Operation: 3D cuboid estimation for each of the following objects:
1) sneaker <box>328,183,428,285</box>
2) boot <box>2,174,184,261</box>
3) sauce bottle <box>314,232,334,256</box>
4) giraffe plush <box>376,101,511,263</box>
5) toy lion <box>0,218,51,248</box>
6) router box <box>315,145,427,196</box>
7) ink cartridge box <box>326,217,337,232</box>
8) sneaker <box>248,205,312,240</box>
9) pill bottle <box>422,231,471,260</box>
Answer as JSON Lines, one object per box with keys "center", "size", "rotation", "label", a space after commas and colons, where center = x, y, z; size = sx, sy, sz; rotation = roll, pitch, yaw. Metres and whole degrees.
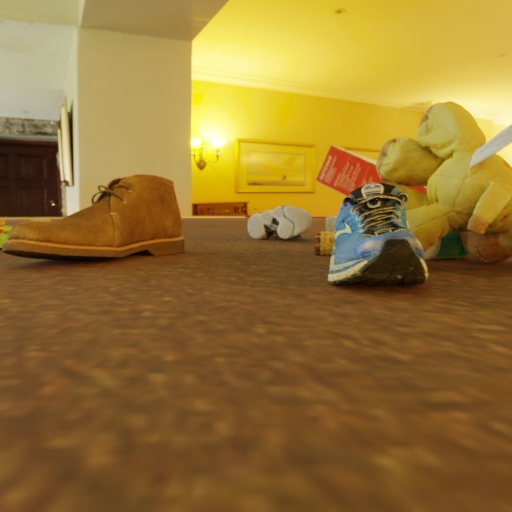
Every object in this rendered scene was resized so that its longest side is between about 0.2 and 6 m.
{"center": [1.226, -0.259, 6.145], "size": [0.960, 1.090, 2.445], "rotation": [0, 6, 0], "label": "sneaker"}
{"center": [-2.369, -0.598, 8.648], "size": [1.324, 1.358, 3.598], "rotation": [4, 8, 25], "label": "boot"}
{"center": [1.608, -0.210, 9.377], "size": [1.284, 0.424, 0.424], "rotation": [-1, 5, 4], "label": "sauce bottle"}
{"center": [3.155, -0.734, 7.690], "size": [2.184, 2.324, 2.693], "rotation": [21, -17, -26], "label": "giraffe plush"}
{"center": [-5.101, -0.350, 10.849], "size": [1.727, 0.593, 1.655], "rotation": [1, 12, 12], "label": "toy lion"}
{"center": [3.254, -1.267, 12.066], "size": [2.970, 0.809, 3.310], "rotation": [30, 16, 23], "label": "router box"}
{"center": [2.397, -0.668, 13.738], "size": [1.351, 0.580, 0.990], "rotation": [-1, 5, 6], "label": "ink cartridge box"}
{"center": [0.843, -0.817, 13.732], "size": [1.212, 0.793, 2.109], "rotation": [-7, 2, -39], "label": "sneaker"}
{"center": [2.847, -0.264, 8.708], "size": [1.151, 0.637, 0.637], "rotation": [-2, 5, -21], "label": "pill bottle"}
